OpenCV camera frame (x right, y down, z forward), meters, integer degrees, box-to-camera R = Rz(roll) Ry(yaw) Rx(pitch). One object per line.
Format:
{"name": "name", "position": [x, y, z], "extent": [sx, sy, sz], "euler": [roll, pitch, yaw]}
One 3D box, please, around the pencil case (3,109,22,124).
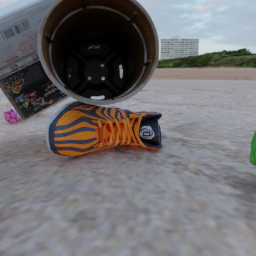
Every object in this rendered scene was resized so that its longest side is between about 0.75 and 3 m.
{"name": "pencil case", "position": [-3.437, -0.421, 8.590], "extent": [0.437, 0.423, 0.933], "euler": [27, 7, -5]}

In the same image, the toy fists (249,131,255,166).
{"name": "toy fists", "position": [2.621, 0.351, 3.408], "extent": [2.160, 1.101, 0.743], "euler": [11, -14, 41]}

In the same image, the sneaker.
{"name": "sneaker", "position": [-0.182, -0.018, 5.294], "extent": [1.462, 1.012, 2.609], "euler": [6, 13, 32]}

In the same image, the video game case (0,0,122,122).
{"name": "video game case", "position": [-1.505, -1.656, 6.076], "extent": [2.872, 2.611, 0.335], "euler": [-32, 59, -15]}

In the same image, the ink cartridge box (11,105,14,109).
{"name": "ink cartridge box", "position": [-3.469, -0.886, 9.709], "extent": [0.948, 0.552, 1.310], "euler": [-7, -5, -30]}

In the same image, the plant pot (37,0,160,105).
{"name": "plant pot", "position": [-0.571, -1.231, 5.181], "extent": [1.865, 1.865, 1.847], "euler": [-2, -2, -10]}
